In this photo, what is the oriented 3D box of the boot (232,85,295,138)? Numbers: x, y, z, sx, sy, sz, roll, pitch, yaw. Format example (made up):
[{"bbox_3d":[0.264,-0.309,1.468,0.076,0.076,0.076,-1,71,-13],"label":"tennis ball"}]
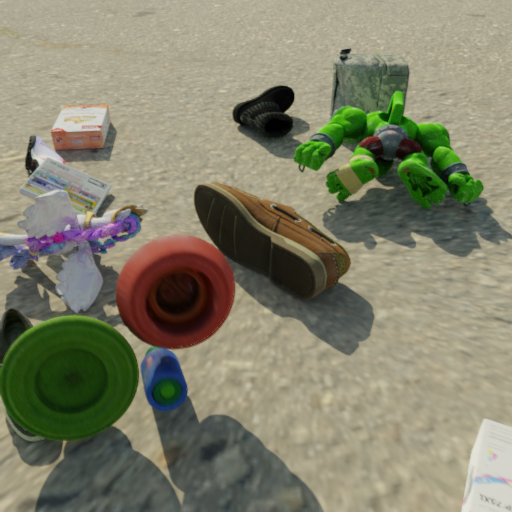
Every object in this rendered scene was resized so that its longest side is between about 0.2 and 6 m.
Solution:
[{"bbox_3d":[0.515,-3.522,13.720,1.910,0.719,1.428,-32,38,-22],"label":"boot"}]

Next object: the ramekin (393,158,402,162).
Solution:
[{"bbox_3d":[3.171,-2.368,12.305,0.644,0.314,0.644,2,64,-3],"label":"ramekin"}]

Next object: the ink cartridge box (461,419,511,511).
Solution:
[{"bbox_3d":[2.519,2.513,5.376,0.977,0.565,1.681,15,38,19],"label":"ink cartridge box"}]

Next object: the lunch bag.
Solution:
[{"bbox_3d":[2.528,-3.712,12.988,1.628,1.941,1.353,-1,35,-4],"label":"lunch bag"}]

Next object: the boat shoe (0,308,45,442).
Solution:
[{"bbox_3d":[-2.836,1.379,6.763,0.626,0.576,1.752,-16,51,-20],"label":"boat shoe"}]

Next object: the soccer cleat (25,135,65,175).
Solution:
[{"bbox_3d":[-4.364,-1.934,11.703,0.741,0.690,2.024,4,27,-31],"label":"soccer cleat"}]

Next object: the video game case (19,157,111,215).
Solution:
[{"bbox_3d":[-3.551,-1.251,10.550,1.341,0.148,1.221,24,37,-11],"label":"video game case"}]

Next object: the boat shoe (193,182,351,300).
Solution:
[{"bbox_3d":[0.196,-0.352,9.146,1.005,1.064,2.956,-27,53,-37],"label":"boat shoe"}]

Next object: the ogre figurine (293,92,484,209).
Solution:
[{"bbox_3d":[2.623,-2.065,10.965,3.377,1.657,2.025,-1,46,20],"label":"ogre figurine"}]

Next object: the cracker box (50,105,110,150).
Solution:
[{"bbox_3d":[-4.144,-3.093,13.361,1.112,0.479,1.661,-4,36,-5],"label":"cracker box"}]

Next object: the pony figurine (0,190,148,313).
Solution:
[{"bbox_3d":[-2.972,-0.284,8.659,2.158,1.797,2.083,-3,27,24],"label":"pony figurine"}]

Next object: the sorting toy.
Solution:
[{"bbox_3d":[-1.505,0.934,6.684,2.869,1.724,1.178,-35,20,-6],"label":"sorting toy"}]
